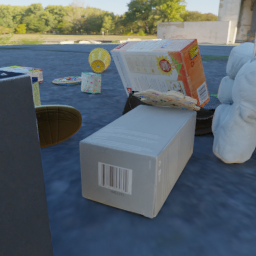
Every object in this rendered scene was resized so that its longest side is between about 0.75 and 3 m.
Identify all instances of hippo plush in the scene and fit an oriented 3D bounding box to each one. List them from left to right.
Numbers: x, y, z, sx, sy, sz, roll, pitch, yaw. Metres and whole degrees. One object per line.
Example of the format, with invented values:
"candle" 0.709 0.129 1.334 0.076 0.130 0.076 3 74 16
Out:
"hippo plush" 3.031 -0.569 5.135 2.331 2.900 2.310 12 49 7

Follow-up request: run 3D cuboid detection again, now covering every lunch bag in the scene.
"lunch bag" -1.513 -1.795 11.051 0.913 0.778 0.557 17 21 41

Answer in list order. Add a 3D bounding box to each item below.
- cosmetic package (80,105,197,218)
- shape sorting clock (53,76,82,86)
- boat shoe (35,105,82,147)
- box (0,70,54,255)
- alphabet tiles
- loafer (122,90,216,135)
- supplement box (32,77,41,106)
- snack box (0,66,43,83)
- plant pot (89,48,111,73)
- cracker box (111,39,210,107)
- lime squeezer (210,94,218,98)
"cosmetic package" 0.317 0.352 4.834 1.249 1.054 2.338 9 19 25
"shape sorting clock" -2.714 -2.233 12.961 1.524 0.299 1.524 0 20 0
"boat shoe" -2.331 -0.074 6.001 2.646 0.979 0.879 -11 28 -28
"box" -2.327 0.501 2.681 2.884 2.140 1.544 13 24 30
"alphabet tiles" 0.758 -0.536 5.446 1.178 0.088 1.204 17 -8 -24
"loafer" 1.080 -0.472 7.121 2.677 0.955 0.977 7 21 19
"supplement box" -2.830 -0.626 7.187 0.805 1.197 1.199 1 20 2
"snack box" -5.164 -2.253 12.417 1.765 0.708 2.093 11 24 26
"plant pot" -1.665 -3.763 16.019 1.271 1.271 1.196 0 36 1
"cracker box" 0.915 -1.627 8.516 0.826 1.919 2.865 -41 36 -27
"lime squeezer" 3.446 -1.120 10.164 1.034 0.195 0.365 12 -7 33
